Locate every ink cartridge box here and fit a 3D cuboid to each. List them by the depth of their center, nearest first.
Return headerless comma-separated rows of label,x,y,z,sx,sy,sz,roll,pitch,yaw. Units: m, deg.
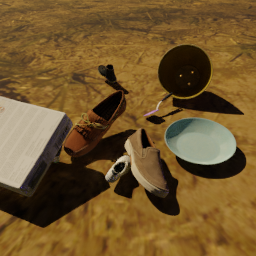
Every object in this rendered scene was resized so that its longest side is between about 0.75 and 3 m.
ink cartridge box,-2.852,0.283,6.632,2.477,0.707,2.013,12,60,22

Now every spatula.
spatula,1.055,-0.786,9.182,1.414,0.145,0.400,-45,16,-28

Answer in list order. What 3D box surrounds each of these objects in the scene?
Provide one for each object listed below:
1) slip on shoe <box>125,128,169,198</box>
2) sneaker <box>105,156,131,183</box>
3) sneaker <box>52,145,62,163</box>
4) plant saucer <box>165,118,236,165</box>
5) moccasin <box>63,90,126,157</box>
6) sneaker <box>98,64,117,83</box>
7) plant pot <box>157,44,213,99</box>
slip on shoe,0.500,0.742,6.666,0.788,0.628,2.073,26,20,-26
sneaker,-0.137,0.931,6.696,0.386,0.374,1.056,42,34,1
sneaker,-2.213,0.347,7.122,1.310,0.597,0.508,26,10,6
plant saucer,1.908,0.411,7.554,1.875,0.361,1.875,0,39,0
moccasin,-0.847,-0.158,7.642,0.854,0.901,2.335,41,65,16
sneaker,-0.826,-2.324,10.973,0.447,0.635,1.196,-29,50,-21
plant pot,2.081,-1.921,10.076,1.861,1.861,1.321,11,4,15
